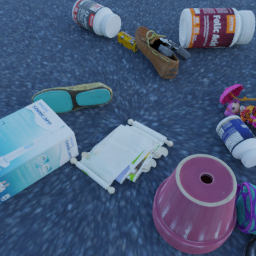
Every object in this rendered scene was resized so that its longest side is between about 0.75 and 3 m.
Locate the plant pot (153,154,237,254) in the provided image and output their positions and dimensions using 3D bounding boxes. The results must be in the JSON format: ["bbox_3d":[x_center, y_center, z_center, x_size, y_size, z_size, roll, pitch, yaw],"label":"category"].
[{"bbox_3d":[1.582,1.597,6.375,1.962,1.757,1.962,0,49,0],"label":"plant pot"}]

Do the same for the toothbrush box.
[{"bbox_3d":[-2.912,0.531,7.754,2.457,1.048,1.799,-34,57,-26],"label":"toothbrush box"}]

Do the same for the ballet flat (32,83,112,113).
[{"bbox_3d":[-1.825,-1.044,9.364,2.599,0.919,0.919,-8,49,-6],"label":"ballet flat"}]

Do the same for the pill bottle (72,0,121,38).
[{"bbox_3d":[-1.369,-4.809,12.303,2.054,1.190,1.190,34,57,26],"label":"pill bottle"}]

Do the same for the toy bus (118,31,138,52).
[{"bbox_3d":[0.025,-3.656,11.851,0.452,0.376,1.154,-34,57,-27],"label":"toy bus"}]

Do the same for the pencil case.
[{"bbox_3d":[3.976,1.903,6.483,2.765,1.176,1.278,3,41,4],"label":"pencil case"}]

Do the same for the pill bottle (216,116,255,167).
[{"bbox_3d":[3.235,0.391,8.050,0.793,0.793,1.428,-13,50,-11],"label":"pill bottle"}]

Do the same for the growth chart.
[{"bbox_3d":[-0.091,0.732,8.134,2.611,0.232,1.889,-36,59,-27],"label":"growth chart"}]

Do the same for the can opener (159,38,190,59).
[{"bbox_3d":[1.721,-2.918,10.672,0.504,0.631,1.888,42,18,30],"label":"can opener"}]

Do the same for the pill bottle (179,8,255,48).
[{"bbox_3d":[3.564,-4.066,11.424,2.702,1.543,1.543,-2,49,-1],"label":"pill bottle"}]

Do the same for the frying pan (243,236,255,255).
[{"bbox_3d":[3.678,3.077,6.063,2.220,0.361,1.343,12,50,15],"label":"frying pan"}]

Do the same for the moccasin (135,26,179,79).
[{"bbox_3d":[1.083,-3.110,10.749,1.025,1.082,2.802,-3,49,-23],"label":"moccasin"}]

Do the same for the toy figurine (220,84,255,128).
[{"bbox_3d":[3.799,-0.696,8.989,1.702,1.388,1.849,14,74,30],"label":"toy figurine"}]
